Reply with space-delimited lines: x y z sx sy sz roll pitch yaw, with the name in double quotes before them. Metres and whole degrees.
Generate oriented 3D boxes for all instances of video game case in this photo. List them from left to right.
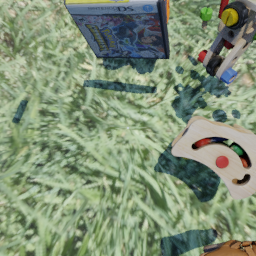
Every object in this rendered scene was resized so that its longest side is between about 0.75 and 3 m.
"video game case" -0.097 -2.090 6.016 1.871 2.071 0.264 4 75 13

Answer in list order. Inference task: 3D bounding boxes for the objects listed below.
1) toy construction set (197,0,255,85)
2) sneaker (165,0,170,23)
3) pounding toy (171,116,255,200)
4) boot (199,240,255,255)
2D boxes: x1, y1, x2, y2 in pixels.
"toy construction set" 2.300 -2.281 5.470 2.005 1.847 2.404 -14 56 -2
"sneaker" 0.368 -2.988 6.341 1.074 2.768 1.551 6 108 33
"pounding toy" 2.088 0.583 5.990 2.327 1.335 1.331 17 102 6
"boot" 1.737 2.068 4.239 1.201 1.552 0.572 -16 89 19
